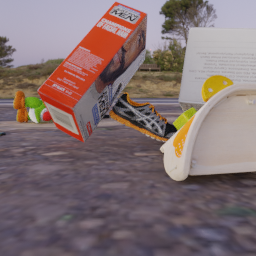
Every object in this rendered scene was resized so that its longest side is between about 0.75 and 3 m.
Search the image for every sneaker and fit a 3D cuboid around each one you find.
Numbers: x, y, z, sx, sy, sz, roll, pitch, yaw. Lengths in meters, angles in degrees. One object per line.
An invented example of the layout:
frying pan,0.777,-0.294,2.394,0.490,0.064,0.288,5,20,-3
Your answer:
sneaker,0.496,-0.229,6.667,1.844,0.712,0.722,22,13,-6

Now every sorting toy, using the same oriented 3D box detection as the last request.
sorting toy,1.689,0.153,4.959,2.657,1.420,2.392,-2,-11,-12

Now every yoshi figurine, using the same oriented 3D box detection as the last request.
yoshi figurine,-3.062,-0.940,11.372,2.736,1.532,1.538,2,1,-8

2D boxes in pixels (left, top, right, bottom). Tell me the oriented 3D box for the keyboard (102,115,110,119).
keyboard,-1.974,-0.609,13.403,2.227,0.229,1.415,4,9,36

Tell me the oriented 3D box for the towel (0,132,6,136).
towel,-4.060,0.181,7.845,0.721,0.107,0.984,6,10,35

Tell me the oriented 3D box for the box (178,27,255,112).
box,3.069,-1.143,7.581,2.936,1.919,2.921,7,-7,17

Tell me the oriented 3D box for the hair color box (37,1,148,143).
hair color box,-0.640,-1.290,6.518,0.933,2.919,1.619,26,-23,14
